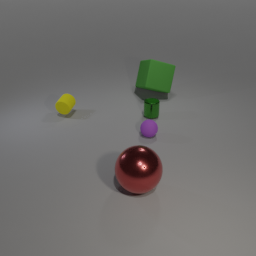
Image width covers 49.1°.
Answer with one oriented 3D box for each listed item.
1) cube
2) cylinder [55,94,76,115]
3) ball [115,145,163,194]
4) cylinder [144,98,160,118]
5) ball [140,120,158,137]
[{"bbox_3d":[1.375,-2.639,14.333,1.400,1.400,1.400,9,7,-21],"label":"cube"},{"bbox_3d":[-2.791,-1.071,12.533,0.700,0.700,0.700,7,38,12],"label":"cylinder"},{"bbox_3d":[0.310,1.201,8.164,1.400,1.400,1.400,0,29,0],"label":"ball"},{"bbox_3d":[1.057,-0.891,12.542,0.700,0.700,0.700,-1,28,0],"label":"cylinder"},{"bbox_3d":[0.832,0.016,11.041,0.700,0.700,0.700,0,29,0],"label":"ball"}]
